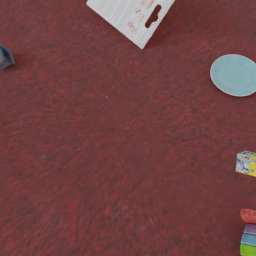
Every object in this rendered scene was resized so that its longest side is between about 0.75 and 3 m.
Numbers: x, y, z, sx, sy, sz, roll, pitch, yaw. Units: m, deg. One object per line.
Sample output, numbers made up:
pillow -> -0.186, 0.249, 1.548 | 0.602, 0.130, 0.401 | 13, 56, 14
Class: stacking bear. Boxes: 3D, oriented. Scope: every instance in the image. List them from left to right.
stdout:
stacking bear -> 3.113, 3.087, 6.380 | 1.257, 1.178, 2.071 | 7, 69, 25

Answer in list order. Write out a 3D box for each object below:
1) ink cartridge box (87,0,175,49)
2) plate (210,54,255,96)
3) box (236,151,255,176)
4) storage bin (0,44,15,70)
ink cartridge box -> 0.160, -4.765, 10.350 | 2.935, 2.362, 0.735 | 40, 28, 7
plate -> 3.688, -1.789, 9.630 | 1.736, 0.222, 1.736 | 0, 65, 0
box -> 2.798, 0.791, 5.581 | 0.376, 0.410, 1.171 | -10, 15, -42
storage bin -> -4.431, -2.452, 9.924 | 0.528, 0.572, 0.786 | -35, 63, 12
